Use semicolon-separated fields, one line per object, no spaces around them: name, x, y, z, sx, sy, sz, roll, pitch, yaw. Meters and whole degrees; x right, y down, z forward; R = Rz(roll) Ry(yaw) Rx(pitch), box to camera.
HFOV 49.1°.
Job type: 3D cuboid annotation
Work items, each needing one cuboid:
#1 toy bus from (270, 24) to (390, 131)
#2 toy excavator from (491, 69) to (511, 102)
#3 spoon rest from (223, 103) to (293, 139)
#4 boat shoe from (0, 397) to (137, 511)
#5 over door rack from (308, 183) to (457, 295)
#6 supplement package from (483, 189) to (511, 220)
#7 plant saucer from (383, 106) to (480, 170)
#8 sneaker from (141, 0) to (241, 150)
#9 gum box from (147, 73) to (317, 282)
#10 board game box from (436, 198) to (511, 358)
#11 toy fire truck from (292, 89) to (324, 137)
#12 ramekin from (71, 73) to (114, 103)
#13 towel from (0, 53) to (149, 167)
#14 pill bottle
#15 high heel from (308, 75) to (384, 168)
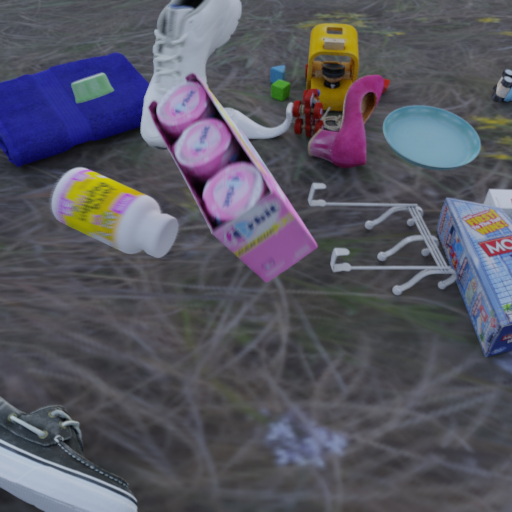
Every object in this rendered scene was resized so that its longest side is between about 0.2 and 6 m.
toy bus;1.960;-4.872;14.451;2.742;1.501;2.905;-31;53;-27
toy excavator;6.957;-4.411;14.726;1.239;0.619;1.204;24;51;5
spoon rest;-0.224;-3.165;13.499;2.335;0.708;1.160;-2;43;17
boat shoe;-2.929;2.509;7.443;3.394;1.223;1.203;17;52;18
over door rack;2.188;-0.269;10.275;2.555;0.851;1.888;9;43;-21
supplement package;5.156;-0.910;11.218;1.013;0.606;0.614;2;46;2
plant saucer;2.840;-1.905;9.168;1.581;0.217;1.581;3;50;-3
sneaker;-1.415;-3.630;10.104;1.282;1.499;3.441;16;88;16
gum box;-0.301;-0.909;6.103;0.715;1.227;2.162;-35;55;8
board game box;4.740;0.053;10.056;2.993;0.923;2.992;-12;48;-11
toy fire truck;1.311;-3.448;13.324;0.656;1.170;0.982;8;50;16
ramekin;-3.327;-3.400;11.319;0.792;0.387;0.792;-15;23;7
towel;-4.507;-3.573;13.687;3.887;0.963;2.870;-25;58;-23
pill bottle;-1.757;-0.512;7.068;1.481;0.772;0.772;24;50;14
high heel;2.577;-3.177;13.023;1.471;1.033;3.067;22;54;33
